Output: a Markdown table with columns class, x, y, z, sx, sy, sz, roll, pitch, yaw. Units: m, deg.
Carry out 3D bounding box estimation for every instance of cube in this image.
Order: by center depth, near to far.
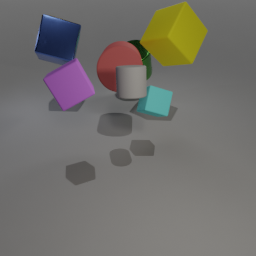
| class | x | y | z | sx | sy | sz | roll | pitch | yaw |
| --- | --- | --- | --- | --- | --- | --- | --- | --- | --- |
| cube | -1.128 | -0.864 | 5.463 | 0.700 | 0.700 | 0.700 | -29 | 21 | 0 |
| cube | 0.741 | -0.737 | 7.913 | 0.700 | 0.700 | 0.700 | 14 | -4 | -18 |
| cube | 1.547 | -3.095 | 9.473 | 1.400 | 1.400 | 1.400 | 11 | 70 | 52 |
| cube | -2.639 | -3.252 | 10.687 | 1.400 | 1.400 | 1.400 | 12 | 1 | -12 |

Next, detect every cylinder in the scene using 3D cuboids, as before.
| class | x | y | z | sx | sy | sz | roll | pitch | yaw |
| --- | --- | --- | --- | --- | --- | --- | --- | --- | --- |
| cylinder | 0.075 | -1.075 | 6.469 | 0.700 | 0.700 | 0.700 | -2 | 16 | 0 |
| cylinder | -0.239 | -1.988 | 8.960 | 1.400 | 1.400 | 1.400 | 0 | 23 | 0 |
| cylinder | 0.349 | -2.953 | 12.560 | 1.400 | 1.400 | 1.400 | -4 | 59 | 7 |
